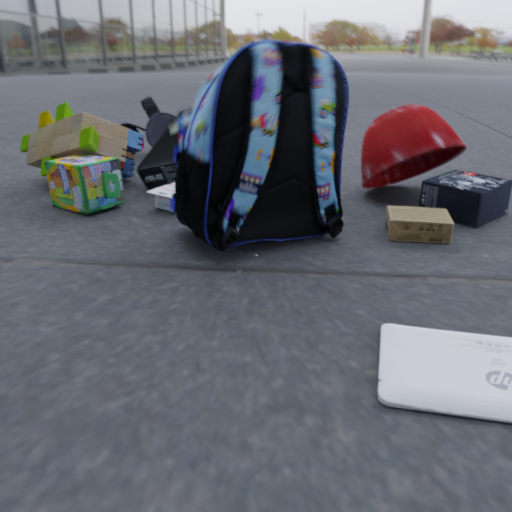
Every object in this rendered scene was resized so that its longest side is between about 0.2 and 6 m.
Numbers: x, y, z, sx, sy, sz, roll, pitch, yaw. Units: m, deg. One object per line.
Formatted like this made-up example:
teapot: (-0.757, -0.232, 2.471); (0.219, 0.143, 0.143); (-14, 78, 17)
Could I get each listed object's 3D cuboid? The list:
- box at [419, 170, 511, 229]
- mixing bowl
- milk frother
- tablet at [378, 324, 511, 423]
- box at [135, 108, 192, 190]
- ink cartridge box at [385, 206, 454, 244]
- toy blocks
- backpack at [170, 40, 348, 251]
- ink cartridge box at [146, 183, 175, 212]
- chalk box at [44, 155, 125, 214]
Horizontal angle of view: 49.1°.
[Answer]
box: (3.843, -1.080, 10.291); (1.277, 0.665, 1.163); (-21, 31, -40)
mixing bowl: (2.998, -2.301, 11.349); (2.150, 1.164, 2.150); (-16, -8, -2)
milk frother: (-2.870, -3.175, 14.817); (1.670, 1.507, 1.571); (-47, 14, 0)
tablet: (2.374, 1.145, 5.496); (2.286, 0.156, 1.488); (5, 23, 12)
box: (-0.888, -2.549, 12.106); (2.703, 0.642, 2.610); (-4, 38, 26)
ink cartridge box: (2.685, -0.525, 9.302); (1.013, 0.380, 0.835); (4, 21, 9)
toy blocks: (-3.555, -2.268, 12.300); (2.906, 1.452, 1.987); (-4, -11, 42)
backpack: (0.057, -1.789, 8.778); (2.711, 2.969, 1.997); (-8, 23, -30)
ink cartridge box: (-1.479, -1.127, 10.766); (0.666, 0.393, 1.157); (15, 26, 31)
chalk box: (-3.128, -1.360, 10.567); (1.477, 0.919, 0.914); (12, 24, 37)
